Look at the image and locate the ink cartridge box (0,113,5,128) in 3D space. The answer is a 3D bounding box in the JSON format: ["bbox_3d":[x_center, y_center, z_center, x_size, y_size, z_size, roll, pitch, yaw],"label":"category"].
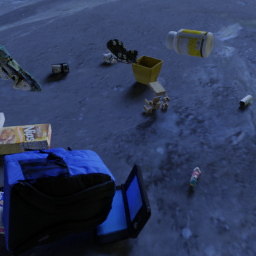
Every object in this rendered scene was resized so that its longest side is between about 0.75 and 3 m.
[{"bbox_3d":[-5.823,0.236,11.321,1.158,0.454,2.446,-6,36,-8],"label":"ink cartridge box"}]

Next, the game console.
[{"bbox_3d":[-0.279,2.176,8.173,1.118,1.689,1.920,12,34,-20],"label":"game console"}]

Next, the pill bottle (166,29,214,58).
[{"bbox_3d":[2.511,-3.509,11.519,1.767,0.990,0.990,19,42,29],"label":"pill bottle"}]

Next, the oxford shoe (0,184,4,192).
[{"bbox_3d":[-3.550,1.900,9.092,1.756,0.638,0.741,-7,31,-24],"label":"oxford shoe"}]

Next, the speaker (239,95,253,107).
[{"bbox_3d":[5.640,-1.300,13.394,0.757,0.307,0.307,-32,48,-33],"label":"speaker"}]

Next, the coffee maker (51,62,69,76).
[{"bbox_3d":[-3.831,-3.418,15.849,0.959,0.646,0.921,-9,38,-13],"label":"coffee maker"}]

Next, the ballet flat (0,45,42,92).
[{"bbox_3d":[-3.921,-1.796,9.633,0.825,2.223,0.825,-21,45,22],"label":"ballet flat"}]

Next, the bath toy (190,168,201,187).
[{"bbox_3d":[2.318,1.679,9.597,0.281,0.330,0.760,42,40,-3],"label":"bath toy"}]

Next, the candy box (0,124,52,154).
[{"bbox_3d":[-4.057,0.415,10.987,1.951,0.540,1.126,-6,37,-6],"label":"candy box"}]

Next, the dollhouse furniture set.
[{"bbox_3d":[1.259,-1.418,12.799,1.092,1.189,0.774,-15,50,-17],"label":"dollhouse furniture set"}]

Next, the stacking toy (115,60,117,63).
[{"bbox_3d":[-0.483,-4.246,17.278,0.836,0.197,0.631,-8,39,-11],"label":"stacking toy"}]

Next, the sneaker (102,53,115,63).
[{"bbox_3d":[-1.114,-4.502,17.196,0.723,0.473,1.259,9,59,13],"label":"sneaker"}]

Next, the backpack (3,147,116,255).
[{"bbox_3d":[-1.893,1.608,7.752,2.836,2.304,2.380,-2,32,-28],"label":"backpack"}]

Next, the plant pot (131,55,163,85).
[{"bbox_3d":[1.010,-3.036,14.981,1.247,1.100,1.247,24,44,27],"label":"plant pot"}]

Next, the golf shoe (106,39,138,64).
[{"bbox_3d":[-0.323,-2.672,10.175,0.752,0.659,1.708,-2,-8,34],"label":"golf shoe"}]

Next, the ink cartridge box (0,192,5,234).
[{"bbox_3d":[-3.359,2.464,8.182,2.468,0.458,1.169,7,36,-15],"label":"ink cartridge box"}]
